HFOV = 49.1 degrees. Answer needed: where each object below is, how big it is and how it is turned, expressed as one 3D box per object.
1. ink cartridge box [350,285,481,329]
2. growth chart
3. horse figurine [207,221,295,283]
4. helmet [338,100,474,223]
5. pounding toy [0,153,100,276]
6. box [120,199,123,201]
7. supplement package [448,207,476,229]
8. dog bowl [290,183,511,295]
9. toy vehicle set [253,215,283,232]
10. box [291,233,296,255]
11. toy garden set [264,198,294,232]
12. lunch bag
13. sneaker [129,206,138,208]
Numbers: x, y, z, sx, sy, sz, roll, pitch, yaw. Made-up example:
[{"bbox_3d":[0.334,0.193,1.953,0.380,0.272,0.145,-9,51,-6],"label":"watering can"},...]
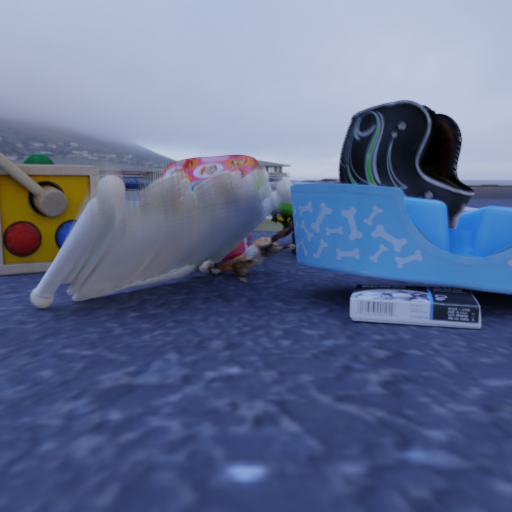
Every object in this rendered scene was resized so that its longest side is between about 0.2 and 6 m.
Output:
[{"bbox_3d":[1.734,0.504,6.236,1.289,0.282,1.301,2,6,13],"label":"ink cartridge box"},{"bbox_3d":[-0.965,-0.261,6.955,2.614,0.320,3.612,-41,-16,32],"label":"growth chart"},{"bbox_3d":[0.014,-0.018,8.658,1.421,0.355,0.942,-37,17,-16],"label":"horse figurine"},{"bbox_3d":[3.156,-1.775,11.982,2.780,2.650,2.780,-3,1,0],"label":"helmet"},{"bbox_3d":[-3.596,-0.840,9.046,2.018,2.192,1.559,-5,9,-31],"label":"pounding toy"},{"bbox_3d":[-2.800,-0.874,11.086,0.459,0.614,1.226,-39,-21,-14],"label":"box"},{"bbox_3d":[4.593,-0.677,12.818,0.847,0.853,1.124,-2,10,-13],"label":"supplement package"},{"bbox_3d":[2.354,-0.148,6.790,4.028,0.999,2.245,6,2,8],"label":"dog bowl"},{"bbox_3d":[-0.112,-1.069,17.725,2.884,0.382,1.792,3,8,23],"label":"toy vehicle set"},{"bbox_3d":[1.206,-0.235,11.168,0.740,0.467,0.753,-6,9,-27],"label":"box"},{"bbox_3d":[0.835,-0.719,11.861,2.208,0.529,2.649,19,4,39],"label":"toy garden set"},{"bbox_3d":[-1.061,-0.870,9.928,2.159,1.004,2.451,-1,37,11],"label":"lunch bag"},{"bbox_3d":[-1.617,-1.006,13.924,3.409,1.246,1.907,6,10,44],"label":"sneaker"}]
